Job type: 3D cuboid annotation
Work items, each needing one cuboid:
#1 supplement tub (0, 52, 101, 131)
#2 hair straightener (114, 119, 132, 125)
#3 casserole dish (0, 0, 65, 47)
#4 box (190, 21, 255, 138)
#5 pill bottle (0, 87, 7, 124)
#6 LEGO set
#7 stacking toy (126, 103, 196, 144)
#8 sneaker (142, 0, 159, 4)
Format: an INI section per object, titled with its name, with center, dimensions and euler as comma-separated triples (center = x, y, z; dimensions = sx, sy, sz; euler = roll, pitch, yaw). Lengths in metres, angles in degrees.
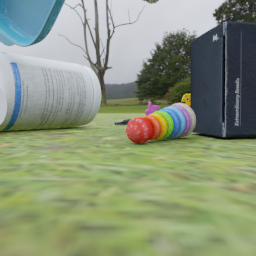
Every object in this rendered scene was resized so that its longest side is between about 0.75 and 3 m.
[supplement tub]
center = -2.375, -0.910, 7.496
dimensions = 1.910, 1.910, 2.895
euler = 3, 4, 43
[hair straightener]
center = -0.107, -0.216, 9.994
dimensions = 0.375, 0.199, 0.975
euler = 3, 5, 41
[casserole dish]
center = -1.942, -3.081, 5.830
dimensions = 1.788, 2.952, 0.573
euler = 38, 19, 14
[box]
center = 2.789, -0.878, 5.696
dimensions = 2.771, 2.051, 1.446
euler = 0, 3, -11
[pill bottle]
center = -3.649, -0.448, 5.607
dimensions = 2.149, 1.197, 1.197
euler = 0, 4, 10
[LEGO set]
center = 1.969, -0.737, 10.810
dimensions = 2.773, 1.138, 1.058
euler = 0, 4, 0
[stacking toy]
center = 0.536, -0.030, 4.663
dimensions = 0.637, 0.637, 1.493
euler = 3, 12, 39
[sneaker]
center = 0.439, -2.672, 4.594
dimensions = 1.204, 0.905, 2.416
euler = 39, 4, -33
